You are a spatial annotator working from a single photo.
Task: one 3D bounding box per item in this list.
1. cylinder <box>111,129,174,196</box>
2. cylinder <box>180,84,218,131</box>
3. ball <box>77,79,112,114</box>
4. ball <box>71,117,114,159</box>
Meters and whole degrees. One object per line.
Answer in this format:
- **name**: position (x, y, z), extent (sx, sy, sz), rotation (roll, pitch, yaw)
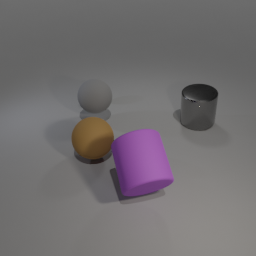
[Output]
- **cylinder**: position (0.366, 0.948, 7.525), extent (1.400, 1.400, 1.400), rotation (-9, 65, -14)
- **cylinder**: position (2.840, -0.851, 11.284), extent (1.400, 1.400, 1.400), rotation (-4, 37, 3)
- **ball**: position (-1.333, -1.282, 11.304), extent (1.400, 1.400, 1.400), rotation (0, 31, 0)
- **ball**: position (-1.163, 0.333, 9.280), extent (1.400, 1.400, 1.400), rotation (0, 31, 0)
